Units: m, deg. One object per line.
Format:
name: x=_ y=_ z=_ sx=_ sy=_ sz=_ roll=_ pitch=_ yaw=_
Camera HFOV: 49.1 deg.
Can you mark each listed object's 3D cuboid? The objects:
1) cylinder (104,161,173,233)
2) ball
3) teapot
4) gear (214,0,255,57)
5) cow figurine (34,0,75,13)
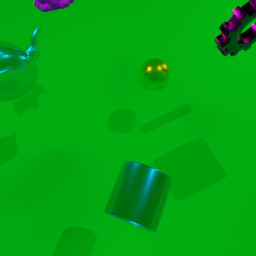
cylinder: x=0.165 y=1.011 z=4.148 sx=0.807 sy=0.807 sz=0.807 roll=19 pitch=72 yaw=9
ball: x=0.647 y=-1.276 z=6.698 sx=0.792 sy=0.792 sz=0.792 roll=0 pitch=65 yaw=0
teapot: x=-2.335 y=-1.172 z=5.365 sx=1.931 sy=1.201 sz=0.946 roll=-34 pitch=67 yaw=6
gear: x=2.494 y=-2.102 z=5.710 sx=1.487 sy=1.487 sz=0.275 roll=-26 pitch=68 yaw=-11
cow figurine: x=-1.573 y=-2.758 z=5.979 sx=0.973 sy=0.534 sz=0.958 roll=-27 pitch=30 yaw=-20
